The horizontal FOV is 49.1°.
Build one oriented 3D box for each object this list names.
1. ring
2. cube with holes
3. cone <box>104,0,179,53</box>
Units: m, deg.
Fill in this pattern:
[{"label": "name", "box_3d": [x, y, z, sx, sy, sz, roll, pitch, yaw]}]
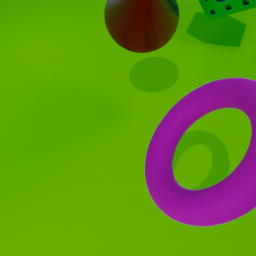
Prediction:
[{"label": "ring", "box_3d": [1.008, 0.230, 3.582, 0.404, 2.020, 2.020, 35, 36, -30]}, {"label": "cube with holes", "box_3d": [2.768, -4.140, 7.686, 1.397, 1.397, 1.397, 1, 56, 43]}, {"label": "cone", "box_3d": [0.299, -2.267, 4.966, 1.537, 1.542, 1.537, 0, 93, -1]}]
